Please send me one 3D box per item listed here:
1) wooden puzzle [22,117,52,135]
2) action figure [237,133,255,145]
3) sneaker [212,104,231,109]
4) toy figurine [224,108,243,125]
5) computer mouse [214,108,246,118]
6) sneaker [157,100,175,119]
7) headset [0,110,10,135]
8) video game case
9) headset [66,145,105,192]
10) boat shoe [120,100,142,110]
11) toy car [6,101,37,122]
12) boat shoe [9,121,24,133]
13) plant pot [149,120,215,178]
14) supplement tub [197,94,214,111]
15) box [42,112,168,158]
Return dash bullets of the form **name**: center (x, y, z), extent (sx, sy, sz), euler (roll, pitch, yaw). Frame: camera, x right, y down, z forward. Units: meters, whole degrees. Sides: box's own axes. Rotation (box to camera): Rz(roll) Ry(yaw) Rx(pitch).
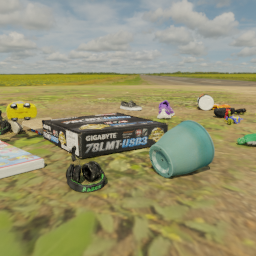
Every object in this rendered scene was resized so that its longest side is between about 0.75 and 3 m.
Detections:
- **wooden puzzle**: center (-3.047, -0.037, 10.411), extent (1.366, 0.316, 1.265), euler (19, 22, 41)
- **action figure**: center (3.989, 0.333, 8.158), extent (1.524, 0.417, 0.900), euler (-3, 15, 21)
- **sneaker**: center (5.424, -1.162, 16.307), extent (1.046, 0.382, 0.403), euler (1, 32, 27)
- **toy figurine**: center (4.564, -0.455, 11.936), extent (0.696, 0.612, 1.161), euler (7, 13, 10)
- **computer mouse**: center (5.191, -0.751, 14.073), extent (2.785, 0.474, 0.816), euler (-3, -2, -41)
- **sneaker**: center (1.895, -0.969, 13.805), extent (0.814, 0.843, 2.020), euler (2, 11, 9)
- **headset**: center (-4.735, -0.164, 10.194), extent (0.854, 0.650, 1.384), euler (-2, 22, -13)
- **video game case**: center (-3.459, 0.750, 6.631), extent (1.861, 0.227, 2.603), euler (-11, 16, -44)
- **headset**: center (-0.892, 0.803, 5.512), extent (0.727, 0.553, 1.178), euler (-5, 23, -28)
- **boat shoe**: center (0.164, -1.360, 16.529), extent (0.583, 0.552, 1.666), euler (-9, 14, -38)
- **toy car**: center (-3.999, -0.359, 8.182), extent (2.082, 1.959, 0.464), euler (30, 17, -38)
- **boat shoe**: center (-4.064, -0.077, 10.293), extent (0.393, 0.455, 1.252), euler (-12, 11, -34)
- **plant pot**: center (1.063, 0.516, 5.933), extent (1.032, 1.099, 1.099), euler (-23, 22, -29)
- **supplement tub**: center (4.601, -1.560, 16.685), extent (0.894, 0.894, 1.459), euler (2, 12, 11)
- **box**: center (-0.800, 0.086, 8.807), extent (2.967, 0.737, 2.945), euler (-7, 14, -33)
